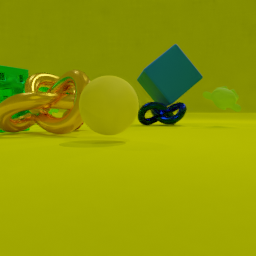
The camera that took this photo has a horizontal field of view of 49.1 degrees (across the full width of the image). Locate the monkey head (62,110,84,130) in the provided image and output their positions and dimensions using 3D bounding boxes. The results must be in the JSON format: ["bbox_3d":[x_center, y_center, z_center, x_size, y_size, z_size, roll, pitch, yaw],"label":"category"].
[{"bbox_3d":[-1.180,-0.244,6.655,0.746,0.624,1.036,9,-5,-26],"label":"monkey head"}]

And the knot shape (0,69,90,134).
[{"bbox_3d":[-1.546,-0.596,5.641,1.977,0.914,1.850,-13,27,9],"label":"knot shape"}]

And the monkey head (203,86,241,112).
[{"bbox_3d":[2.840,-0.802,8.402,1.181,0.849,0.711,28,47,21],"label":"monkey head"}]

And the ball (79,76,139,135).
[{"bbox_3d":[-0.275,-0.322,4.052,0.858,0.858,0.858,0,3,0],"label":"ball"}]

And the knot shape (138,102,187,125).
[{"bbox_3d":[1.119,-0.450,8.966,1.514,0.700,1.417,-1,0,13],"label":"knot shape"}]

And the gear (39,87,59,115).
[{"bbox_3d":[-3.076,-0.899,9.503,1.509,1.509,0.279,0,11,-7],"label":"gear"}]

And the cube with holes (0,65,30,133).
[{"bbox_3d":[-3.221,-0.625,6.187,1.398,1.398,1.398,2,4,30],"label":"cube with holes"}]

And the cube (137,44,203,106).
[{"bbox_3d":[1.337,-1.650,9.353,1.387,1.387,1.387,-40,2,-8],"label":"cube"}]
